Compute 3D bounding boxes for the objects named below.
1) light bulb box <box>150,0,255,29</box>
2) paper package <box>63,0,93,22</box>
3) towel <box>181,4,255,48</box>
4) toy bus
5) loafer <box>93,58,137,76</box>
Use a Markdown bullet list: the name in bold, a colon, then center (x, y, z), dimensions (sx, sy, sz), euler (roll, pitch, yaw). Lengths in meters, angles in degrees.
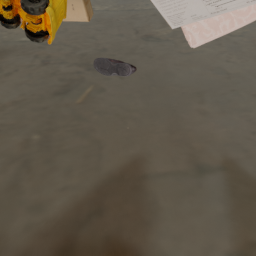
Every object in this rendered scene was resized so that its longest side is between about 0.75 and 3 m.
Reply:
- **light bulb box**: center (0.598, -1.488, 2.416), dimensions (0.941, 0.949, 0.592), euler (-3, 65, 39)
- **paper package**: center (-1.374, -3.165, 7.093), dimensions (0.793, 0.832, 0.431), euler (7, 51, 17)
- **towel**: center (2.132, -3.614, 7.074), dimensions (2.419, 2.533, 0.408), euler (-15, 21, 42)
- **toy bus**: center (-1.460, -2.021, 4.345), dimensions (1.100, 0.746, 1.056), euler (25, 64, -1)
- **loafer**: center (-0.300, -1.383, 6.411), dimensions (1.083, 0.389, 0.341), euler (18, 24, 32)
